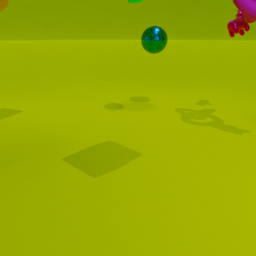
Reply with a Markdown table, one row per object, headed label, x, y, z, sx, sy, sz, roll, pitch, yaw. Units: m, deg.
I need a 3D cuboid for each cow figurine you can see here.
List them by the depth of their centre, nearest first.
| label | x | y | z | sx | sy | sz | roll | pitch | yaw |
| --- | --- | --- | --- | --- | --- | --- | --- | --- | --- |
| cow figurine | 3.371 | -3.264 | 8.564 | 0.884 | 0.869 | 0.485 | -15 | -9 | -16 |

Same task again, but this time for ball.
| label | x | y | z | sx | sy | sz | roll | pitch | yaw |
| --- | --- | --- | --- | --- | --- | --- | --- | --- | --- |
| ball | 0.892 | -2.992 | 9.518 | 0.911 | 0.911 | 0.911 | 0 | 19 | 0 |

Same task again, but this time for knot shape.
| label | x | y | z | sx | sy | sz | roll | pitch | yaw |
| --- | --- | --- | --- | --- | --- | --- | --- | --- | --- |
| knot shape | 3.027 | -3.221 | 6.544 | 0.911 | 1.972 | 1.845 | -13 | -9 | 33 |

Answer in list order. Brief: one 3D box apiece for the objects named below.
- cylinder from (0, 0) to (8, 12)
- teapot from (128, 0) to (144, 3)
| label | x | y | z | sx | sy | sz | roll | pitch | yaw |
| --- | --- | --- | --- | --- | --- | --- | --- | --- | --- |
| cylinder | -3.581 | -3.145 | 6.759 | 0.937 | 0.937 | 0.937 | 10 | 45 | 27 |
| teapot | 0.070 | -3.699 | 7.421 | 0.657 | 0.835 | 1.342 | -25 | 28 | 8 |
